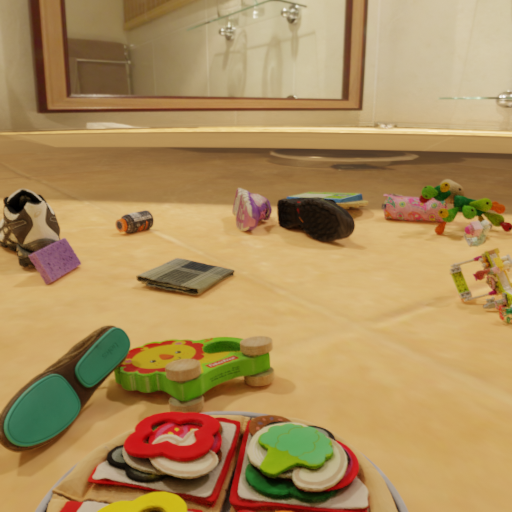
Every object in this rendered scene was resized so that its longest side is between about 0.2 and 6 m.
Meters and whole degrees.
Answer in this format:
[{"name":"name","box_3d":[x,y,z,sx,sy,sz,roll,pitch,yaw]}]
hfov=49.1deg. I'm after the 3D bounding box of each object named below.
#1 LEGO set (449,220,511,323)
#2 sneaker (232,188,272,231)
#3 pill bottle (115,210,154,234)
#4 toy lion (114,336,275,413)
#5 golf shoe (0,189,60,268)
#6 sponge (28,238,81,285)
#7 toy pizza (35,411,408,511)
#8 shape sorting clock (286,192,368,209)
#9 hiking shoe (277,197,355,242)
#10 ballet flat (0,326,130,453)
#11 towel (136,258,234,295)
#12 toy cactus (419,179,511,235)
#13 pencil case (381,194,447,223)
[{"name":"LEGO set","box_3d":[3.641,0.506,8.644,0.812,1.004,2.183,-15,45,3]},{"name":"sneaker","box_3d":[-0.033,-1.156,14.132,0.955,0.869,2.160,12,17,-10]},{"name":"pill bottle","box_3d":[-2.930,-0.797,13.420,0.470,0.470,0.885,13,21,36]},{"name":"toy lion","box_3d":[-0.805,1.273,6.674,1.600,0.549,1.534,-12,13,-35]},{"name":"golf shoe","box_3d":[-4.728,-0.757,11.706,1.170,1.422,3.010,-13,20,-34]},{"name":"sponge","box_3d":[-3.681,0.078,10.314,0.162,0.606,1.086,-27,9,17]},{"name":"toy pizza","box_3d":[-0.273,1.939,4.335,2.968,0.470,2.968,0,17,0]},{"name":"shape sorting clock","box_3d":[1.920,-1.468,15.627,2.375,0.466,2.375,-2,12,0]},{"name":"hiking shoe","box_3d":[1.610,-1.017,13.230,1.320,0.993,2.621,-13,20,-28]},{"name":"ballet flat","box_3d":[-2.085,1.378,5.914,0.679,0.637,1.878,-20,18,32]},{"name":"towel","box_3d":[-1.259,0.387,10.048,1.334,0.239,1.386,11,18,24]},{"name":"toy cactus","box_3d":[4.914,-1.246,13.601,2.287,1.169,1.887,10,29,-7]},{"name":"pencil case","box_3d":[4.110,-1.242,14.537,1.629,0.712,0.712,6,18,16]}]
